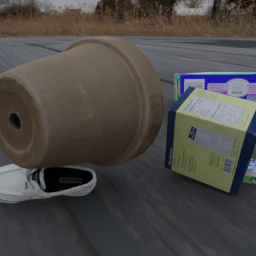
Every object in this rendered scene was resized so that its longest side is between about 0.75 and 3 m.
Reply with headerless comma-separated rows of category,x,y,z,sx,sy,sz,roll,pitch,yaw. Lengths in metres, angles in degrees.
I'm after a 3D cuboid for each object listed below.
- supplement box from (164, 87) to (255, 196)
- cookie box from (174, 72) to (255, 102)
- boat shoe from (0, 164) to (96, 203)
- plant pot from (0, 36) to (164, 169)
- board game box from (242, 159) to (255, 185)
supplement box,1.523,0.195,5.092,1.414,1.415,0.950,19,41,26
cookie box,2.757,-1.234,8.942,2.444,1.073,2.857,0,10,6
boat shoe,-1.457,0.878,4.647,1.882,0.677,0.618,5,-24,-10
plant pot,-0.921,-0.276,4.532,2.387,2.387,2.081,14,21,32
board game box,2.211,0.815,5.725,1.197,0.174,0.805,9,24,20
